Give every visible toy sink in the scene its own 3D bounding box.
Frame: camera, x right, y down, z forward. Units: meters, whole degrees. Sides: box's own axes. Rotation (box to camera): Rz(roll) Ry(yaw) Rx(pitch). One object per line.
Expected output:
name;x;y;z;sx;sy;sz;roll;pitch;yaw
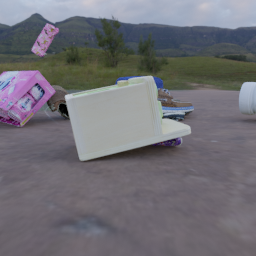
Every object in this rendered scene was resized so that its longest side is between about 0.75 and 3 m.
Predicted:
toy sink;-0.065;-0.343;5.771;2.256;1.264;1.471;-13;12;-10

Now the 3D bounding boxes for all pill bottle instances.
pill bottle;5.491;-0.963;9.612;2.932;1.623;1.623;7;12;38

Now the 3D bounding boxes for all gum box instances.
gum box;-3.972;-1.070;9.712;2.923;0.966;1.659;9;56;44

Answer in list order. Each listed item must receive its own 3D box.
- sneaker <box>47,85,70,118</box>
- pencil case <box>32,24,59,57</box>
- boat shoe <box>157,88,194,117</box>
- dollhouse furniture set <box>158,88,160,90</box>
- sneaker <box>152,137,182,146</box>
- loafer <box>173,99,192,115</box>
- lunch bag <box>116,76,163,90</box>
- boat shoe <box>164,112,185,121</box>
sneaker;-2.265;-0.744;10.986;0.932;0.999;2.645;-21;-22;24
pencil case;-2.720;-2.883;9.209;0.474;1.095;0.453;28;9;-24
boat shoe;1.248;-0.991;10.893;2.899;1.049;1.047;-3;-7;-21
dollhouse furniture set;2.111;-1.408;13.891;1.217;1.090;1.536;-9;13;-43
sneaker;0.764;0.286;6.274;0.971;0.392;0.405;-3;20;42
loafer;2.274;-0.925;12.633;0.633;0.683;1.816;3;16;-25
lunch bag;0.458;-1.910;14.993;2.514;1.708;1.663;5;11;28
boat shoe;1.685;-0.402;10.192;0.390;0.322;1.042;7;9;44
